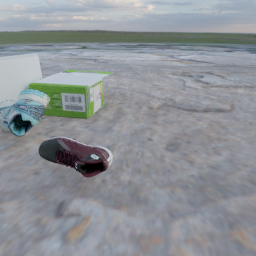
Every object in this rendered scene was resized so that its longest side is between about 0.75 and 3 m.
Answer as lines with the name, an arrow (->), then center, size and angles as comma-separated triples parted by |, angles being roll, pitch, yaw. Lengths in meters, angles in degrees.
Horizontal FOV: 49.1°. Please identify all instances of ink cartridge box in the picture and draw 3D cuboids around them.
ink cartridge box -> -1.859, -1.369, 10.262 | 2.107, 1.080, 2.851 | 6, 22, 15

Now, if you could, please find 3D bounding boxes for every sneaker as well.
sneaker -> -0.987, 0.530, 5.016 | 1.406, 0.532, 0.812 | 7, 13, -1
sneaker -> -2.845, -0.217, 7.085 | 0.845, 0.940, 2.177 | 28, -35, -33

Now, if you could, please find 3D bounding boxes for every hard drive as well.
hard drive -> -3.758, -1.303, 8.891 | 0.376, 1.886, 2.861 | 2, 18, 22
